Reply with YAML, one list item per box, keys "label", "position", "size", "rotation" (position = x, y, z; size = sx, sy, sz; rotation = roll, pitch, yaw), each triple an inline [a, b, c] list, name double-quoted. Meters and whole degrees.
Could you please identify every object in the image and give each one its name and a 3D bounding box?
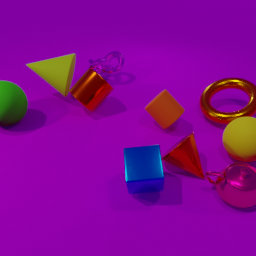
- label: "knot shape"
  position: [-0.956, -2.184, 10.044]
  size: [1.521, 0.703, 1.423]
  rotation: [1, 30, 42]
- label: "teapot"
  position: [2.513, 1.191, 6.112]
  size: [1.629, 0.798, 1.013]
  rotation: [8, 45, 11]
- label: "ring"
  position: [3.023, -0.839, 8.349]
  size: [1.765, 0.353, 1.765]
  rotation: [-12, 49, 14]
- label: "cylinder"
  position: [-1.114, -1.154, 8.541]
  size: [0.983, 0.983, 0.983]
  rotation: [-48, 51, 1]
- label: "cone"
  position: [-2.529, -1.845, 8.942]
  size: [1.426, 1.420, 1.420]
  rotation: [13, 39, -8]
- label: "cube"
  position: [0.343, 0.914, 6.105]
  size: [0.790, 0.790, 0.790]
  rotation: [-6, 59, 2]
- label: "ball"
  position: [2.955, 0.280, 6.991]
  size: [1.124, 1.124, 1.124]
  rotation: [0, 40, 0]
- label: "cone"
  position: [1.497, 0.818, 6.722]
  size: [1.045, 1.045, 1.049]
  rotation: [-36, 84, -35]
- label: "ball"
  position: [-3.551, -0.693, 8.004]
  size: [1.301, 1.301, 1.301]
  rotation: [0, 40, 0]
- label: "cylinder"
  position: [1.036, -0.531, 7.927]
  size: [0.815, 0.815, 0.815]
  rotation: [46, 48, -4]
